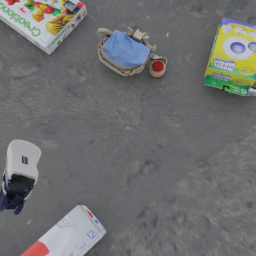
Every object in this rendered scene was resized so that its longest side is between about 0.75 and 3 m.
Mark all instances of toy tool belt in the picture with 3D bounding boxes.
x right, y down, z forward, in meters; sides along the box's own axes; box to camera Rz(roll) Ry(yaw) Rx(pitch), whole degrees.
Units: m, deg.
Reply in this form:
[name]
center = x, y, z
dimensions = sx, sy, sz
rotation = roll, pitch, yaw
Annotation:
[toy tool belt]
center = 0.140, -2.113, 7.849
dimensions = 2.043, 1.255, 1.276
rotation = 22, 76, 6

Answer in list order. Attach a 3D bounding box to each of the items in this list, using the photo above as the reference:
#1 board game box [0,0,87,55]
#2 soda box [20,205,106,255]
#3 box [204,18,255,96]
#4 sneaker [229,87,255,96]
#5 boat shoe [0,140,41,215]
[board game box]
center = -2.973, -3.801, 8.689
dimensions = 2.900, 0.502, 1.831
rotation = 36, 79, 9
[soda box]
center = -1.945, 3.150, 6.559
dimensions = 2.983, 1.018, 0.946
rotation = -40, 78, -9
[box]
center = 3.049, -2.047, 8.033
dimensions = 1.332, 0.549, 2.270
rotation = 17, 69, 8
[sneaker]
center = 3.396, -1.243, 8.094
dimensions = 0.930, 0.340, 0.520
rotation = 7, 75, 2
[boat shoe]
center = -1.727, 0.711, 4.358
dimensions = 0.547, 1.465, 0.679
rotation = 24, 99, -20
